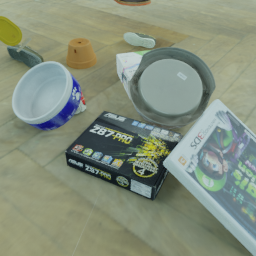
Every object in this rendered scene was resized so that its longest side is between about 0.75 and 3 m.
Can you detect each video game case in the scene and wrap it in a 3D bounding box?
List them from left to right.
[{"bbox_3d":[2.492,0.989,6.300,2.887,0.337,2.625,45,51,3],"label":"video game case"}]

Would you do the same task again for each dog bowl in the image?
[{"bbox_3d":[-2.471,-0.969,8.550,2.016,0.794,2.016,-10,63,20],"label":"dog bowl"},{"bbox_3d":[1.306,-1.192,8.763,2.692,0.789,2.692,1,70,-2],"label":"dog bowl"}]

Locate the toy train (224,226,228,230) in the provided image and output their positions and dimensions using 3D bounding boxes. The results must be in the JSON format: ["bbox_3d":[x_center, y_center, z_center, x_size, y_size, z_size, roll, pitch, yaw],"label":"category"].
[{"bbox_3d":[2.500,1.870,6.274,0.623,0.466,1.092,25,46,13],"label":"toy train"}]

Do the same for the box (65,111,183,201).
[{"bbox_3d":[-0.056,0.604,7.570,2.554,0.627,2.059,18,41,20],"label":"box"}]

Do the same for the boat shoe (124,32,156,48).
[{"bbox_3d":[0.568,-4.174,13.167,1.564,0.559,0.467,19,44,12],"label":"boat shoe"}]

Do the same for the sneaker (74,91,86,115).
[{"bbox_3d":[-2.052,-1.441,9.646,0.899,0.991,2.334,-22,46,-24],"label":"sneaker"}]

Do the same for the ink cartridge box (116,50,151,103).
[{"bbox_3d":[0.575,-1.864,10.231,1.493,0.858,2.549,-10,42,-12],"label":"ink cartridge box"}]

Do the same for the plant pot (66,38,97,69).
[{"bbox_3d":[-1.992,-3.170,11.722,1.288,0.901,1.288,-1,41,1],"label":"plant pot"}]

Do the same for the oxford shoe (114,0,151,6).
[{"bbox_3d":[-0.156,-3.668,7.328,1.737,0.630,0.618,27,45,19],"label":"oxford shoe"}]

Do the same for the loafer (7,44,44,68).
[{"bbox_3d":[-4.214,-3.147,11.765,2.132,0.802,0.742,27,52,28],"label":"loafer"}]

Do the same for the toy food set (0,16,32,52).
[{"bbox_3d":[-3.600,-2.835,8.448,0.670,1.138,0.372,-57,33,-7],"label":"toy food set"}]
